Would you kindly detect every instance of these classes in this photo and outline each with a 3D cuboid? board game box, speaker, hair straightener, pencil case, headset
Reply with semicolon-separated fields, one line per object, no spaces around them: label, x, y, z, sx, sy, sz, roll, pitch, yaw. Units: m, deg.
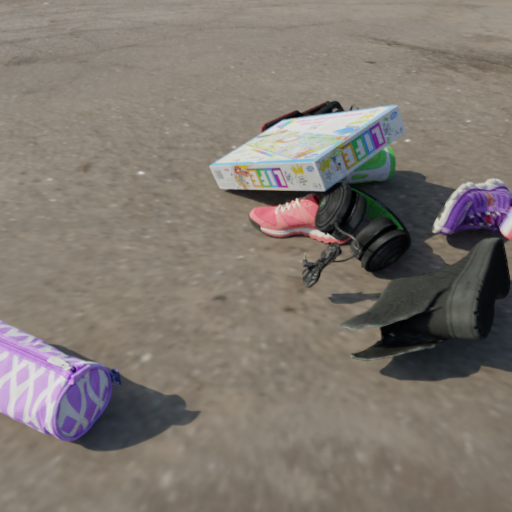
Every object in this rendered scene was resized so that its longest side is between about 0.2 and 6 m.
board game box;0.927;-2.184;11.589;2.381;0.606;3.542;-37;26;-26
speaker;2.071;-2.036;12.735;2.041;0.903;0.903;-7;35;-11
hair straightener;1.740;-3.567;15.310;1.384;0.736;3.597;27;38;33
pencil case;-3.122;1.500;7.347;2.562;1.095;1.075;15;43;22
headset;1.705;-0.345;9.994;1.810;1.377;2.931;41;29;9

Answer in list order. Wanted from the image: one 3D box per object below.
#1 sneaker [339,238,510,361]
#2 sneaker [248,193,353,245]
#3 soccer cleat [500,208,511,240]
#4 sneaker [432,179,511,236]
sneaker;2.709;0.589;8.513;1.722;0.991;3.301;-8;16;35
sneaker;0.886;-0.864;10.975;2.089;0.906;0.770;8;34;11
soccer cleat;5.731;-0.614;10.236;2.862;1.094;0.955;7;45;-28
sneaker;4.379;-0.860;10.816;2.401;0.968;1.002;-19;53;-33
